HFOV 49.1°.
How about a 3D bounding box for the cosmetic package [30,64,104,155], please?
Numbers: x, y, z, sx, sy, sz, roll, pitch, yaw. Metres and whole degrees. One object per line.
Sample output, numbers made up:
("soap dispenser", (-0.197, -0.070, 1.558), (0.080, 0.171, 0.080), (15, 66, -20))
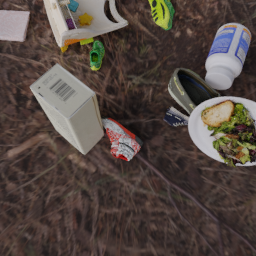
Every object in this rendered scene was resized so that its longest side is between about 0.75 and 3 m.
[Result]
("cosmetic package", (-1.329, -0.327, 6.711), (1.189, 2.297, 0.840), (39, 73, 14))

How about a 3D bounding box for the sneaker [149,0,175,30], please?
("sneaker", (1.078, -3.986, 9.077), (0.706, 0.796, 1.905), (-11, 68, 25))

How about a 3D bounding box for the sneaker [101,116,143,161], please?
("sneaker", (-0.338, 0.299, 7.439), (1.373, 0.458, 0.736), (34, 69, 10))

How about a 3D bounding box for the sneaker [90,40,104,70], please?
("sneaker", (-0.937, -2.268, 8.522), (0.387, 0.436, 1.044), (2, 67, 2))

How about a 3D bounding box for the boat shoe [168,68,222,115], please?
("boat shoe", (2.148, -0.602, 7.625), (0.946, 0.791, 2.646), (-40, 73, -13))

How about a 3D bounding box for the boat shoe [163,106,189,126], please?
("boat shoe", (1.423, -0.170, 7.746), (0.951, 0.355, 0.441), (34, 88, 13))

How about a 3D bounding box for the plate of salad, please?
("plate of salad", (2.432, 0.209, 6.564), (2.153, 2.153, 0.517), (25, 50, 10))

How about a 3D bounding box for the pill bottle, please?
("pill bottle", (2.848, -2.039, 8.117), (1.012, 1.012, 1.806), (22, 69, 9))

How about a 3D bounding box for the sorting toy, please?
("sorting toy", (-1.261, -3.541, 8.702), (2.259, 1.340, 2.509), (-16, 67, -15))

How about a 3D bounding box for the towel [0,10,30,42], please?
("towel", (-3.871, -3.322, 9.096), (1.225, 0.197, 1.170), (4, 67, 2))
